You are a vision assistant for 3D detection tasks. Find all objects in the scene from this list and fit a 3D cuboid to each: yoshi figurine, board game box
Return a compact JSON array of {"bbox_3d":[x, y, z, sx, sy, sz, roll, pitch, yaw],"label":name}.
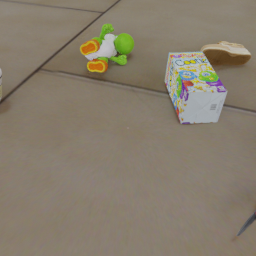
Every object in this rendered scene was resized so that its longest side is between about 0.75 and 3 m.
[{"bbox_3d":[-0.573,-2.986,10.352,1.442,1.447,2.575,34,36,1],"label":"yoshi figurine"},{"bbox_3d":[1.974,-1.305,8.639,1.153,1.174,2.238,-3,42,-6],"label":"board game box"}]

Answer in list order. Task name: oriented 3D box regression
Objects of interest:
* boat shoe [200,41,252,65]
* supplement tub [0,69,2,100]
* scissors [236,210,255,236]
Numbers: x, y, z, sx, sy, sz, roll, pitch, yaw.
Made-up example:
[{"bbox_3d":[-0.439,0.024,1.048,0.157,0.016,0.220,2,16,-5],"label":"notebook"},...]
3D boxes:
[{"bbox_3d":[3.521,-2.812,10.359,2.129,0.785,0.736,2,58,-23],"label":"boat shoe"},{"bbox_3d":[-4.136,-1.211,8.152,0.861,1.188,0.861,12,38,-9],"label":"supplement tub"},{"bbox_3d":[2.684,1.671,5.798,1.609,0.112,0.589,-15,75,-24],"label":"scissors"}]
